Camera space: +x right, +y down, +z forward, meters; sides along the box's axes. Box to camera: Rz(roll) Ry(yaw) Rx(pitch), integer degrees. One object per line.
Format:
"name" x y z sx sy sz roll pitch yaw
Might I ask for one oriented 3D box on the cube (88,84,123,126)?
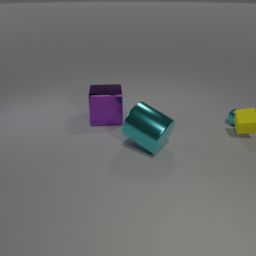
"cube" -0.958 -1.025 12.251 1.400 1.400 1.400 -2 28 -4

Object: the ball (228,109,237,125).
"ball" 4.612 -0.462 11.919 0.700 0.700 0.700 0 28 0

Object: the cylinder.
"cylinder" 0.726 -0.014 9.961 1.400 1.400 1.400 32 38 17

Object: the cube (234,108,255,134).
"cube" 4.525 -0.263 10.768 0.700 0.700 0.700 -5 52 12
